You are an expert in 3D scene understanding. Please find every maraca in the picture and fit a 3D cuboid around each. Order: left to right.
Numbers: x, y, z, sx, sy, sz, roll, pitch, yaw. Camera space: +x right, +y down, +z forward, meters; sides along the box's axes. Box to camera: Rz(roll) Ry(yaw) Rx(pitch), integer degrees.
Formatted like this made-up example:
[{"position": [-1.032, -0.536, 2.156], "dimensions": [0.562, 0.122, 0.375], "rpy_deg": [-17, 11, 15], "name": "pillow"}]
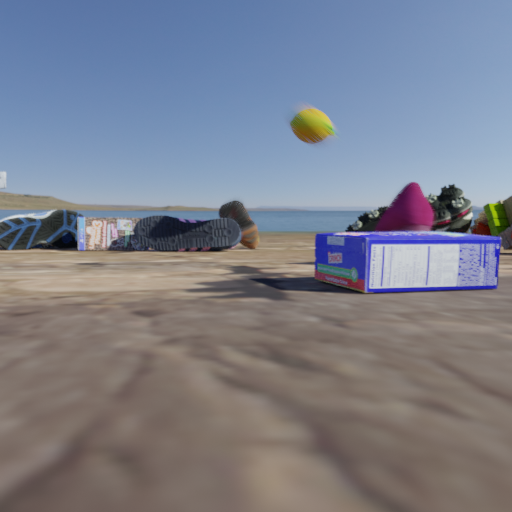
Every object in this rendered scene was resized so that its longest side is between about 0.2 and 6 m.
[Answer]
[{"position": [1.114, -2.506, 10.971], "dimensions": [0.817, 0.637, 1.192], "rpy_deg": [11, 2, 20], "name": "maraca"}]

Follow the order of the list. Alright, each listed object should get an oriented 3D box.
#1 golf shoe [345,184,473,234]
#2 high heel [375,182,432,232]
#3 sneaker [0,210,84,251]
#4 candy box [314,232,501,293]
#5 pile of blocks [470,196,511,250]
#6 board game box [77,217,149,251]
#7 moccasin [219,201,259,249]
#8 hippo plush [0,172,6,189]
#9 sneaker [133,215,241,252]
[{"position": [3.502, -0.541, 12.828], "dimensions": [2.903, 1.121, 1.279], "rpy_deg": [-16, -46, 16], "name": "golf shoe"}, {"position": [2.181, -0.476, 8.741], "dimensions": [0.775, 1.105, 2.299], "rpy_deg": [0, 1, -8], "name": "high heel"}, {"position": [-5.339, -0.679, 13.845], "dimensions": [1.028, 1.010, 2.668], "rpy_deg": [7, 6, 38], "name": "sneaker"}, {"position": [1.427, 0.032, 5.513], "dimensions": [1.397, 0.538, 1.182], "rpy_deg": [0, 5, -15], "name": "candy box"}, {"position": [5.344, -0.667, 11.166], "dimensions": [0.988, 1.305, 3.179], "rpy_deg": [-1, 4, -22], "name": "pile of blocks"}, {"position": [-3.321, -0.522, 13.252], "dimensions": [1.567, 0.759, 1.249], "rpy_deg": [0, 3, -9], "name": "board game box"}, {"position": [-0.396, -0.791, 13.947], "dimensions": [0.731, 0.771, 1.997], "rpy_deg": [-27, 35, -13], "name": "moccasin"}, {"position": [-4.605, -0.420, 6.710], "dimensions": [2.663, 2.121, 2.141], "rpy_deg": [-6, 30, -5], "name": "hippo plush"}, {"position": [-1.498, -0.411, 12.501], "dimensions": [2.372, 0.832, 0.973], "rpy_deg": [4, -9, 4], "name": "sneaker"}]
